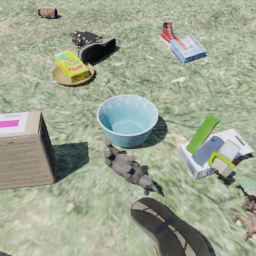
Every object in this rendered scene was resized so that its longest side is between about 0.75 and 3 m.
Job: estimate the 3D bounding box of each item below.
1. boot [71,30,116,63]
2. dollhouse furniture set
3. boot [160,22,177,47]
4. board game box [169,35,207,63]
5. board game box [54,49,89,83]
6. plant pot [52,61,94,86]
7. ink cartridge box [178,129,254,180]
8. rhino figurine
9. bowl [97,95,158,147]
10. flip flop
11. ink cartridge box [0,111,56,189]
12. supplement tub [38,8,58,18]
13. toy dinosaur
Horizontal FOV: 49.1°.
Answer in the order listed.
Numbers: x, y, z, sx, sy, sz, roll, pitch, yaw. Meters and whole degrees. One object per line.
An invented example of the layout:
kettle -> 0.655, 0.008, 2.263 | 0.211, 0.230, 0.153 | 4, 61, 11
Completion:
boot -> -1.922, -3.879, 13.074 | 1.831, 0.890, 2.432 | 27, 44, 24
dollhouse furniture set -> 2.983, 0.929, 7.205 | 2.893, 1.446, 1.117 | 36, 95, 9
boot -> 2.177, -4.543, 13.679 | 0.521, 1.037, 1.438 | -27, 56, -29
board game box -> 2.801, -3.727, 13.148 | 1.246, 0.356, 1.273 | -21, 62, -20
board game box -> -2.429, -2.684, 12.024 | 0.831, 0.390, 1.636 | -25, 57, -22
plant pot -> -2.341, -2.310, 12.001 | 1.773, 0.244, 1.773 | -1, 44, 0
ink cartridge box -> 2.700, 0.771, 8.684 | 2.004, 0.505, 1.092 | -16, 49, -16
rhino figurine -> 0.088, 1.200, 7.972 | 2.123, 0.928, 0.635 | 34, 66, 29
bowl -> -0.015, -0.119, 9.224 | 1.953, 1.022, 1.953 | 0, 45, 0
flip flop -> 0.952, 2.693, 6.672 | 1.075, 0.763, 2.651 | -28, 36, -21
ink cartridge box -> -3.438, 0.695, 7.609 | 2.591, 2.134, 0.973 | -5, 44, -5
supplement tub -> -4.635, -6.632, 16.138 | 1.054, 0.564, 0.564 | 4, 45, 5
toy dinosaur -> 3.412, 2.353, 6.675 | 1.386, 2.045, 0.878 | 23, 90, 6
